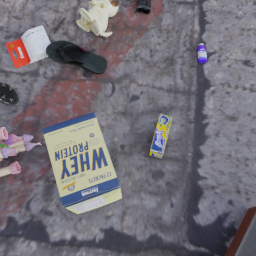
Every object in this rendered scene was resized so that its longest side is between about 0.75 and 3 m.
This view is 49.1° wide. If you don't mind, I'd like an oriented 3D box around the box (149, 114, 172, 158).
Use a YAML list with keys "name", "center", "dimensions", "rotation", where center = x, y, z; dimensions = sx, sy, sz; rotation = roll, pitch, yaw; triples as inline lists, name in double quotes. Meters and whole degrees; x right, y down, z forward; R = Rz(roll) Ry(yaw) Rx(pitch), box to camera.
- name: "box"
  center: [1.242, 0.298, 10.612]
  dimensions: [0.508, 0.553, 1.580]
  rotation: [14, 69, 6]

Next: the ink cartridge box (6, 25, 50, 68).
- name: "ink cartridge box"
  center: [-4.309, -3.568, 12.225]
  dimensions: [1.807, 0.427, 1.446]
  rotation: [-23, 71, -11]

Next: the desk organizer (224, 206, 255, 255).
- name: "desk organizer"
  center: [3.895, 3.822, 8.957]
  dimensions: [0.936, 1.005, 2.610]
  rotation: [33, 72, 12]

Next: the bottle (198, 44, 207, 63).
- name: "bottle"
  center: [3.213, -3.265, 12.186]
  dimensions: [0.361, 0.282, 0.864]
  rotation: [2, 68, 1]

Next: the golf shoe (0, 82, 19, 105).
- name: "golf shoe"
  center: [-5.298, -1.457, 11.287]
  dimensions: [1.882, 0.889, 0.732]
  rotation: [33, 55, -11]

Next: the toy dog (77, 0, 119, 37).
- name: "toy dog"
  center: [-1.153, -5.132, 12.451]
  dimensions: [1.740, 1.252, 1.795]
  rotation: [35, 71, 2]

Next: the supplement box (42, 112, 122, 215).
- name: "supplement box"
  center: [-1.388, 1.269, 9.171]
  dimensions: [1.677, 2.496, 2.498]
  rotation: [-19, 69, -7]

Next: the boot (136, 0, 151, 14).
- name: "boot"
  center: [0.496, -6.112, 13.257]
  dimensions: [1.225, 0.488, 1.487]
  rotation: [3, 73, 3]

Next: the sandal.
- name: "sandal"
  center: [-2.139, -3.078, 11.721]
  dimensions: [2.672, 0.639, 1.004]
  rotation: [17, 80, -1]

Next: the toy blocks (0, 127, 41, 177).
- name: "toy blocks"
  center: [-4.221, 0.410, 9.885]
  dimensions: [1.720, 1.909, 2.043]
  rotation: [-17, 66, -4]
